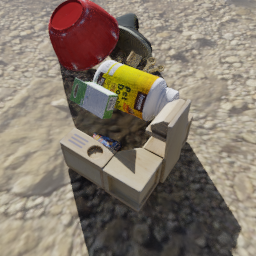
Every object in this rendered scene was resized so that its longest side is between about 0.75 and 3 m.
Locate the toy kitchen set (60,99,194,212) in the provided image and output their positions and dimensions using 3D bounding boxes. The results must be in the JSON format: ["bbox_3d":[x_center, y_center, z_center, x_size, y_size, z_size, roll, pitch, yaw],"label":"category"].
[{"bbox_3d":[0.077,0.005,6.991,2.420,2.188,2.682,27,54,21],"label":"toy kitchen set"}]

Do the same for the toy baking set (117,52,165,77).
[{"bbox_3d":[0.369,-1.612,9.127,1.649,0.250,2.148,3,68,4],"label":"toy baking set"}]

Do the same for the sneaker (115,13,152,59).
[{"bbox_3d":[0.221,-3.825,11.113,1.531,1.078,2.882,-35,56,-25],"label":"sneaker"}]

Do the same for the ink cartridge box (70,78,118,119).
[{"bbox_3d":[-0.915,-0.797,7.331,1.258,0.653,0.373,30,23,29],"label":"ink cartridge box"}]

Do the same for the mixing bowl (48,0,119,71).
[{"bbox_3d":[-1.793,-3.544,9.914,2.663,1.442,2.663,-9,65,19],"label":"mixing bowl"}]

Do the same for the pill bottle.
[{"bbox_3d":[0.229,-1.008,8.027,2.319,1.267,1.267,23,53,18],"label":"pill bottle"}]

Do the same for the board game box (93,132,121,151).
[{"bbox_3d":[-0.772,0.519,7.828,0.821,0.253,0.822,33,61,24],"label":"board game box"}]
